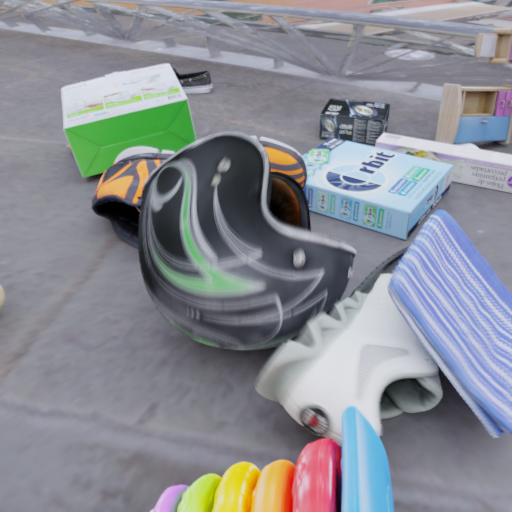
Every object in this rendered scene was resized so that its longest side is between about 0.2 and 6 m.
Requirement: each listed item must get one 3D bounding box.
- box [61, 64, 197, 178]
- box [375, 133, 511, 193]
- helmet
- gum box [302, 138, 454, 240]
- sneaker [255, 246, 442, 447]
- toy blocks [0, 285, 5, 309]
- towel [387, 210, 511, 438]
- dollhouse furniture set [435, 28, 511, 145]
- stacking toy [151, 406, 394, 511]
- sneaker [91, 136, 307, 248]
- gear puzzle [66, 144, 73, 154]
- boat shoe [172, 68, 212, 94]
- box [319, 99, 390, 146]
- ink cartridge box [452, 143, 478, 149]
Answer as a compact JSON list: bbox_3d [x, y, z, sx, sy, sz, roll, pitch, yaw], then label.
[{"bbox_3d":[-2.583,-2.803,11.222,2.338,1.131,2.063,-17,40,-9],"label":"box"},{"bbox_3d":[3.760,-1.826,10.932,2.902,0.561,0.601,15,36,22],"label":"box"},{"bbox_3d":[-0.145,-0.020,6.572,2.406,2.406,2.293,-15,73,-22],"label":"helmet"},{"bbox_3d":[1.959,-1.333,10.158,2.538,0.565,2.156,20,39,29],"label":"gum box"},{"bbox_3d":[1.505,1.010,6.267,1.450,1.214,3.276,38,45,19],"label":"sneaker"},{"bbox_3d":[-4.147,0.924,6.613,1.570,0.684,1.884,4,33,7],"label":"toy blocks"},{"bbox_3d":[2.342,0.535,6.184,1.842,0.303,2.545,52,34,-1],"label":"towel"},{"bbox_3d":[5.226,-3.027,10.755,1.784,2.581,2.734,-8,22,-26],"label":"dollhouse furniture set"},{"bbox_3d":[-0.321,2.198,4.243,2.713,1.574,1.489,-6,26,12],"label":"stacking toy"},{"bbox_3d":[-0.973,-0.887,9.044,3.527,1.368,1.976,-3,36,14],"label":"sneaker"},{"bbox_3d":[-2.620,-2.191,11.696,2.602,0.341,1.348,20,46,29],"label":"gear puzzle"},{"bbox_3d":[-2.221,-4.860,15.495,1.998,0.662,0.698,0,33,0],"label":"boat shoe"},{"bbox_3d":[2.249,-3.071,12.791,1.438,0.619,1.178,10,35,15],"label":"box"},{"bbox_3d":[4.588,-2.029,11.503,1.179,0.279,0.943,4,33,10],"label":"ink cartridge box"}]
